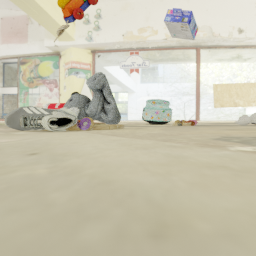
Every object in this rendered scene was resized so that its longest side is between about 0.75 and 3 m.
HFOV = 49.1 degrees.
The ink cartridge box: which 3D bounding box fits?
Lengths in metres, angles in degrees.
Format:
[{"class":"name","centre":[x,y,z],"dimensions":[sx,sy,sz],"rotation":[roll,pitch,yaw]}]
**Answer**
[{"class":"ink cartridge box","centre":[2.033,-4.023,10.774],"dimensions":[1.012,0.566,1.483],"rotation":[17,-5,27]}]

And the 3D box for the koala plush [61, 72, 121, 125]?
[{"class":"koala plush","centre":[-1.811,-0.908,12.566],"dimensions":[2.565,2.358,2.275],"rotation":[-21,2,0]}]

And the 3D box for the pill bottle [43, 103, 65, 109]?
[{"class":"pill bottle","centre":[-3.329,-0.759,14.780],"dimensions":[2.043,1.147,1.147],"rotation":[0,2,8]}]

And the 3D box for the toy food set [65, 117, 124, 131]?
[{"class":"toy food set","centre":[-1.213,-0.127,7.594],"dimensions":[1.328,0.329,2.089],"rotation":[1,2,35]}]

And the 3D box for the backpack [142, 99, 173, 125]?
[{"class":"backpack","centre":[1.511,-0.809,14.298],"dimensions":[1.554,1.355,1.767],"rotation":[5,10,0]}]

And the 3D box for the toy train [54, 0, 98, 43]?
[{"class":"toy train","centre":[-1.156,-2.225,5.050],"dimensions":[0.515,1.218,0.705],"rotation":[14,-29,51]}]

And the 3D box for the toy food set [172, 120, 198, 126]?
[{"class":"toy food set","centre":[2.523,-0.238,12.273],"dimensions":[1.055,0.261,1.660],"rotation":[0,2,14]}]

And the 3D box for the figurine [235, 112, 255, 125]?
[{"class":"figurine","centre":[5.716,-0.374,12.031],"dimensions":[1.706,0.735,1.665],"rotation":[-1,-6,-27]}]

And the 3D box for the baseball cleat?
[{"class":"baseball cleat","centre":[-2.010,-0.201,6.345],"dimensions":[1.669,0.582,0.888],"rotation":[-5,11,-6]}]
